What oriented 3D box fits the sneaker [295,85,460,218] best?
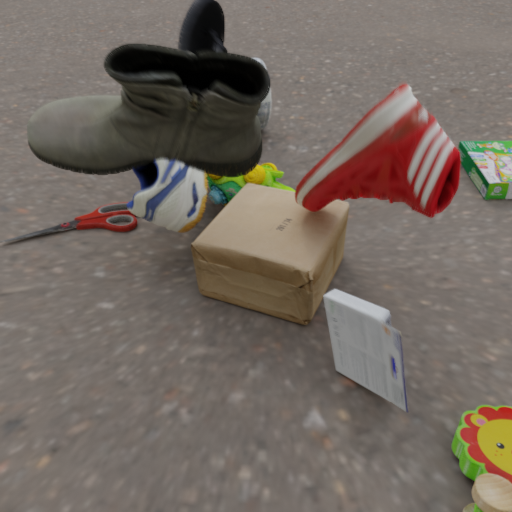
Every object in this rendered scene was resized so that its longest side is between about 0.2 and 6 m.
[{"bbox_3d":[1.436,-0.797,6.745,0.947,2.418,1.397,-41,88,-25],"label":"sneaker"}]

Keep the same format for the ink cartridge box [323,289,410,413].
[{"bbox_3d":[1.235,0.997,6.030,0.223,1.099,1.101,-28,31,-27],"label":"ink cartridge box"}]

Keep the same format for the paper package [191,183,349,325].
[{"bbox_3d":[0.255,-0.107,7.877,1.750,0.950,1.836,14,39,19],"label":"paper package"}]

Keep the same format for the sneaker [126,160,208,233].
[{"bbox_3d":[-1.333,-1.663,8.488,1.139,0.972,2.583,14,60,-29],"label":"sneaker"}]

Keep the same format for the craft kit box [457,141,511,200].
[{"bbox_3d":[4.886,-1.627,10.474,1.752,0.430,1.774,2,36,-2],"label":"craft kit box"}]

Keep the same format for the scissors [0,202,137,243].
[{"bbox_3d":[-2.996,-0.540,9.209,2.217,0.154,0.811,-8,39,-9],"label":"scissors"}]

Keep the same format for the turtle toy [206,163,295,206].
[{"bbox_3d":[-0.078,-1.118,9.325,1.715,0.867,1.250,13,14,13],"label":"turtle toy"}]

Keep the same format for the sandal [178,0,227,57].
[{"bbox_3d":[-0.826,-2.870,9.626,0.617,2.879,1.095,19,29,22],"label":"sandal"}]

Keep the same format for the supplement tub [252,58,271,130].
[{"bbox_3d":[-1.034,-3.321,11.830,2.496,1.529,1.529,-8,37,-11],"label":"supplement tub"}]

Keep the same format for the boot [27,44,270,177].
[{"bbox_3d":[-1.324,-1.694,6.170,2.996,1.957,1.014,3,76,3],"label":"boot"}]

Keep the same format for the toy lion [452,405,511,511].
[{"bbox_3d":[2.691,2.113,5.274,1.666,0.572,1.596,17,32,22],"label":"toy lion"}]
